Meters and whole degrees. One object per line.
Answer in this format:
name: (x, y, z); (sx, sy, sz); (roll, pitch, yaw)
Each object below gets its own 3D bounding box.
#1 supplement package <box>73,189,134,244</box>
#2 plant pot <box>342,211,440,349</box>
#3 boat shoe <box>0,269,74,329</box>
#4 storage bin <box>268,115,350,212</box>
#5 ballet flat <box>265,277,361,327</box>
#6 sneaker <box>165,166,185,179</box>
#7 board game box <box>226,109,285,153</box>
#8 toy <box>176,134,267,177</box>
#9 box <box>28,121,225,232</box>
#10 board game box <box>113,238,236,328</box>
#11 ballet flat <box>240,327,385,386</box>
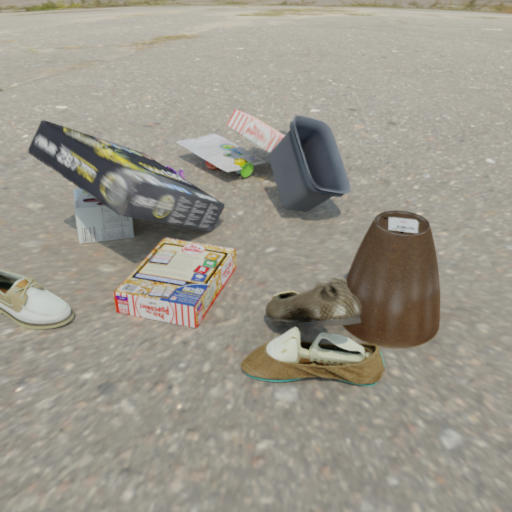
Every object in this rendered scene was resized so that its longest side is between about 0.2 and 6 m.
supplement package: (-3.296, -0.929, 12.079); (1.140, 0.838, 1.090); (-8, 32, -16)
plant pot: (2.261, 0.262, 9.130); (1.712, 1.831, 1.712); (0, 31, 0)
boat shoe: (-3.967, 0.711, 9.533); (1.869, 0.639, 0.699); (12, 33, 19)
storage bin: (1.134, -1.934, 12.535); (1.382, 1.275, 1.899); (2, 64, -38)
ballet flat: (0.794, 0.676, 8.373); (0.925, 0.636, 2.745); (-5, -3, -14)
sneaker: (-2.375, -1.946, 13.972); (1.502, 0.664, 0.604); (9, 33, 17)
board game box: (0.284, -3.090, 14.585); (1.605, 0.491, 2.119); (33, 14, 7)
toy: (-0.977, -2.653, 15.268); (1.348, 0.553, 2.340); (-21, 38, -36)
box: (-2.444, -1.504, 11.184); (2.577, 0.785, 3.197); (35, 12, 23)
board game box: (-1.401, 0.415, 10.191); (1.534, 0.469, 2.025); (10, 32, 15)
ballet flat: (0.826, 1.439, 8.193); (2.115, 0.765, 0.717); (5, 33, 8)
